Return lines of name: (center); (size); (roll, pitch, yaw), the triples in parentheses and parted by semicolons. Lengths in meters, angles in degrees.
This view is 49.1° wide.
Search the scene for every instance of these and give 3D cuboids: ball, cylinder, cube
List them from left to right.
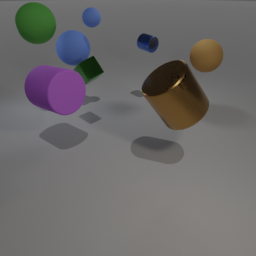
ball: (-3.279, -3.717, 9.973); (1.400, 1.400, 1.400); (0, 28, 0)
cylinder: (-2.303, -1.219, 8.880); (1.400, 1.400, 1.400); (18, 33, 39)
ball: (-2.250, -3.281, 11.504); (1.400, 1.400, 1.400); (0, 28, 0)
cube: (-1.431, -2.062, 10.138); (0.700, 0.700, 0.700); (-36, 8, -27)
ball: (-1.363, -4.128, 10.467); (0.700, 0.700, 0.700); (0, 28, 0)
cylinder: (0.869, -3.734, 12.307); (0.700, 0.700, 0.700); (-23, 41, -36)
cylinder: (1.309, -0.895, 7.732); (1.400, 1.400, 1.400); (-28, 34, 21)
ball: (3.385, -3.114, 12.113); (1.400, 1.400, 1.400); (0, 28, 0)
